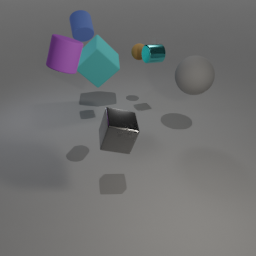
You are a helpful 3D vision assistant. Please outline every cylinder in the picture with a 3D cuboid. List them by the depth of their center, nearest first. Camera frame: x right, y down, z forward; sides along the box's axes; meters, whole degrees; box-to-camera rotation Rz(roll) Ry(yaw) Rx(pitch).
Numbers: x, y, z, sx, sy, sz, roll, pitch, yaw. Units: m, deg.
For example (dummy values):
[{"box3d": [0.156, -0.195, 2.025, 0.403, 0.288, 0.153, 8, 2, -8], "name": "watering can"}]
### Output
[{"box3d": [-1.434, -1.669, 6.332, 0.700, 0.700, 0.700, 16, 19, -6], "name": "cylinder"}, {"box3d": [-1.493, -3.285, 9.042, 0.700, 0.700, 0.700, -8, 69, -14], "name": "cylinder"}, {"box3d": [0.995, -2.902, 10.943, 0.700, 0.700, 0.700, -10, 31, -23], "name": "cylinder"}]

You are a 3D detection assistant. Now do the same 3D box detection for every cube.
[{"box3d": [-0.221, 0.064, 6.241, 0.700, 0.700, 0.700, 10, 37, -17], "name": "cube"}, {"box3d": [-1.357, -2.975, 12.526, 1.400, 1.400, 1.400, -36, 35, 24], "name": "cube"}]

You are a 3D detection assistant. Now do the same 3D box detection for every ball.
[{"box3d": [2.397, -1.890, 10.089, 1.400, 1.400, 1.400, 0, 29, 0], "name": "ball"}, {"box3d": [0.493, -3.299, 12.131, 0.700, 0.700, 0.700, 0, 29, 0], "name": "ball"}]
